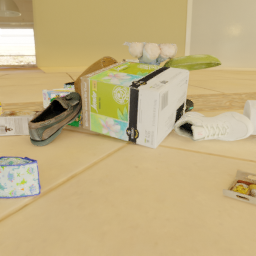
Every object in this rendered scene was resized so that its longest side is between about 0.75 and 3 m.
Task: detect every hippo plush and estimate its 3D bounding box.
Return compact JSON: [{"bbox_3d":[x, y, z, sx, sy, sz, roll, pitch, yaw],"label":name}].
[{"bbox_3d":[0.722,-2.362,11.001,2.362,1.899,1.882,15,21,35],"label":"hippo plush"}]

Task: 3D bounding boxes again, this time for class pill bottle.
[{"bbox_3d":[5.159,-0.290,8.844,2.697,1.503,1.503,3,16,11],"label":"pill bottle"}]

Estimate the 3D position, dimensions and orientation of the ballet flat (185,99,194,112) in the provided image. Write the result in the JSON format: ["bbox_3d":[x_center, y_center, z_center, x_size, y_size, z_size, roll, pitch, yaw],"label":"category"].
[{"bbox_3d":[2.006,-1.192,13.510,2.282,0.776,0.780,7,26,26],"label":"ballet flat"}]

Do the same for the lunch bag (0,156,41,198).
[{"bbox_3d":[-2.235,0.994,5.696,0.885,0.752,0.564,1,16,5],"label":"lunch bag"}]

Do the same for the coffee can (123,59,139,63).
[{"bbox_3d":[0.960,-4.660,23.236,2.826,2.068,2.068,0,16,-1],"label":"coffee can"}]

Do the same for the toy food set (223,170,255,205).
[{"bbox_3d":[2.495,1.191,5.779,0.769,0.324,1.072,11,19,34],"label":"toy food set"}]

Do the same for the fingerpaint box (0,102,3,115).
[{"bbox_3d":[-6.130,-0.609,11.597,1.703,0.625,1.421,-8,17,-25],"label":"fingerpaint box"}]

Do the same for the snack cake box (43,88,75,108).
[{"bbox_3d":[-2.664,-1.464,14.036,2.814,0.946,1.618,-9,19,-29],"label":"snack cake box"}]

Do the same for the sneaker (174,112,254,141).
[{"bbox_3d":[2.609,0.084,8.928,2.504,0.976,1.244,1,20,38],"label":"sneaker"}]

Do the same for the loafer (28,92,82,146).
[{"bbox_3d":[-2.308,-0.537,9.287,0.971,0.850,2.703,10,41,18],"label":"loafer"}]

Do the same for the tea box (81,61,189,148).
[{"bbox_3d":[0.298,-0.990,9.592,2.753,1.870,2.798,13,28,24],"label":"tea box"}]

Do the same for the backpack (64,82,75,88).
[{"bbox_3d":[-3.094,-2.308,16.915,1.359,1.281,1.666,21,7,37],"label":"backpack"}]

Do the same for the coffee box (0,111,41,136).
[{"bbox_3d":[-3.599,-0.190,9.985,1.742,0.694,0.996,-2,16,-5],"label":"coffee box"}]

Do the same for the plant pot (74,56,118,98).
[{"bbox_3d":[-1.144,-2.098,11.942,1.766,1.766,1.894,-12,-20,-37],"label":"plant pot"}]

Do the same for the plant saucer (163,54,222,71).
[{"bbox_3d":[2.459,-2.546,11.009,2.322,0.361,2.322,-4,5,0],"label":"plant saucer"}]

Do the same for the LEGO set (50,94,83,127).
[{"bbox_3d":[-2.276,-0.716,11.005,1.584,1.218,0.918,5,19,8],"label":"LEGO set"}]
